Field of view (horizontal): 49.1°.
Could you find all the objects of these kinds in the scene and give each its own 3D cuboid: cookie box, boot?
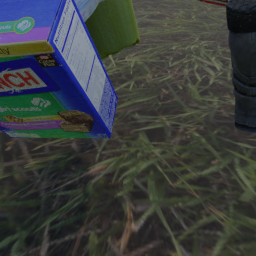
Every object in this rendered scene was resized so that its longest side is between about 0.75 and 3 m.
[{"bbox_3d":[-1.531,-0.737,4.340,2.173,2.540,0.954,0,64,14],"label":"cookie box"},{"bbox_3d":[2.157,-1.273,4.683,1.007,1.900,2.887,7,34,33],"label":"boot"}]

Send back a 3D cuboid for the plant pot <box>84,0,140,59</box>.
[{"bbox_3d":[-0.857,-3.552,8.569,2.761,2.622,2.761,-22,12,5],"label":"plant pot"}]

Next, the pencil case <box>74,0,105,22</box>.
[{"bbox_3d":[-1.807,-2.525,6.652,2.941,1.222,1.334,-52,34,-4],"label":"pencil case"}]

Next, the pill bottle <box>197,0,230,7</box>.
[{"bbox_3d":[2.619,-3.686,7.103,1.145,1.145,2.039,-21,39,-26],"label":"pill bottle"}]
